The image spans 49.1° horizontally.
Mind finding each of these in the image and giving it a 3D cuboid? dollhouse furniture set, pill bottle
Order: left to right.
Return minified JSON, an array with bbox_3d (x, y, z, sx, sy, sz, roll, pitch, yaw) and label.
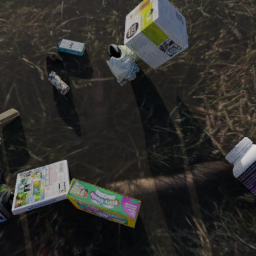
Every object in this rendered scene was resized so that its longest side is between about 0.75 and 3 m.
[{"bbox_3d":[-4.710,-0.091,10.590,1.447,1.147,1.027,-31,82,-18],"label":"dollhouse furniture set"},{"bbox_3d":[4.648,1.587,9.330,1.520,1.520,2.704,-38,69,-17],"label":"pill bottle"}]

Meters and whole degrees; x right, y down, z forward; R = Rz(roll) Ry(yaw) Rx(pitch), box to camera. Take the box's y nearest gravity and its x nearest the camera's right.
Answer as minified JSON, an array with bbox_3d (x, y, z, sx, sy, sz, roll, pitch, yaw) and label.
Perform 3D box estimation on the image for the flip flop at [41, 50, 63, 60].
[{"bbox_3d":[-3.380,-3.178,12.423,1.102,0.447,0.317,20,81,12],"label":"flip flop"}]

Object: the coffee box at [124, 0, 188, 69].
[{"bbox_3d":[1.069,-3.785,10.940,1.773,1.753,1.770,29,49,-35],"label":"coffee box"}]

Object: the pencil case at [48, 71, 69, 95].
[{"bbox_3d":[-2.887,-1.870,11.693,0.423,0.487,1.088,-38,70,-18],"label":"pencil case"}]

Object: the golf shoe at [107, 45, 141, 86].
[{"bbox_3d":[-0.155,-3.064,11.457,1.097,1.362,2.802,-28,33,29],"label":"golf shoe"}]

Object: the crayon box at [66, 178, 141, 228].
[{"bbox_3d":[-0.694,2.387,8.750,2.115,1.825,0.616,16,64,8],"label":"crayon box"}]

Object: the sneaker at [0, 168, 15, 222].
[{"bbox_3d":[-4.285,2.245,9.568,0.772,0.661,1.864,-8,63,-21],"label":"sneaker"}]

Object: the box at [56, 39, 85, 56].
[{"bbox_3d":[-2.593,-3.668,12.715,1.206,0.296,0.496,14,64,7],"label":"box"}]

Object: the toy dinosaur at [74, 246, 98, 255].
[{"bbox_3d":[-1.258,4.265,8.372,2.142,0.824,1.095,-18,58,-12],"label":"toy dinosaur"}]

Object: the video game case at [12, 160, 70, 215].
[{"bbox_3d":[-2.840,1.892,9.320,1.785,0.215,1.958,-16,29,-8],"label":"video game case"}]
